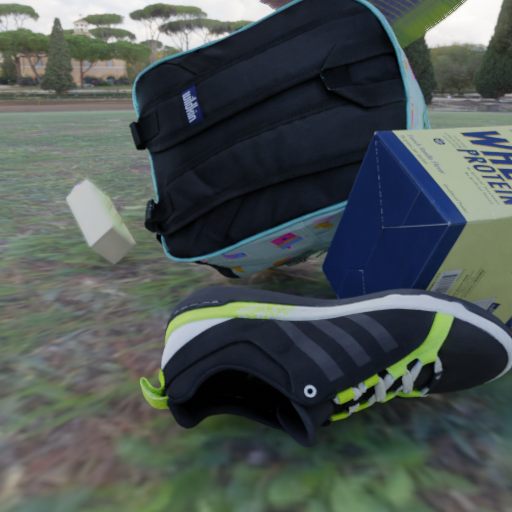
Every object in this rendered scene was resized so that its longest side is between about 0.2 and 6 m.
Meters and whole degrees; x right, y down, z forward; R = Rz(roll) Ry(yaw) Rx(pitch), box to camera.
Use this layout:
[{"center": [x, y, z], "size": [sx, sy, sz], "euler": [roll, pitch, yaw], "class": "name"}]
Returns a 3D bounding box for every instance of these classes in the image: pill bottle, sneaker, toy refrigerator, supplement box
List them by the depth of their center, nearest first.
[{"center": [0.574, 0.988, 4.330], "size": [2.843, 1.019, 1.177], "euler": [1, 42, 4], "class": "sneaker"}, {"center": [1.895, -0.157, 5.440], "size": [1.819, 1.821, 1.222], "euler": [-7, 49, -22], "class": "supplement box"}, {"center": [-2.297, -0.535, 8.289], "size": [0.485, 0.526, 1.386], "euler": [-43, 46, 1], "class": "toy refrigerator"}, {"center": [-3.613, -1.316, 11.783], "size": [0.474, 0.474, 0.845], "euler": [-4, 18, -11], "class": "pill bottle"}]

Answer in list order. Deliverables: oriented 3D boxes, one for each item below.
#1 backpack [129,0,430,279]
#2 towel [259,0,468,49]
[{"center": [0.462, -1.390, 6.907], "size": [3.290, 2.892, 2.522], "euler": [-22, -21, 29], "class": "backpack"}, {"center": [1.251, -3.104, 6.540], "size": [2.209, 0.252, 1.586], "euler": [11, -17, -29], "class": "towel"}]
